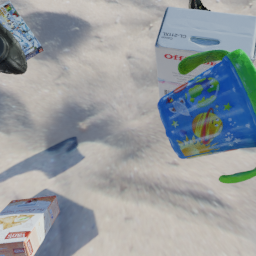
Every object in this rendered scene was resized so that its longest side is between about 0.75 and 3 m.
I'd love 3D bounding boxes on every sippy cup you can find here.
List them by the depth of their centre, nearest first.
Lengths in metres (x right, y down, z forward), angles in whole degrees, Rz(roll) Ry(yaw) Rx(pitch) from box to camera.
[{"bbox_3d":[0.730,-0.126,2.447,0.813,0.871,1.109,-23,23,17],"label":"sippy cup"}]

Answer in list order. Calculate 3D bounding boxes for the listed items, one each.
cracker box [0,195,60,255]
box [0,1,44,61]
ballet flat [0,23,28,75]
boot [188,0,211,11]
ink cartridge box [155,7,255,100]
[{"bbox_3d":[-1.678,1.529,4.337,0.838,0.361,1.251,-8,15,7],"label":"cracker box"},{"bbox_3d":[-2.973,-2.307,7.007,1.029,0.300,1.503,-34,83,-10],"label":"box"},{"bbox_3d":[-2.134,-1.416,3.836,0.675,0.577,2.030,-41,74,-3],"label":"ballet flat"},{"bbox_3d":[1.910,-2.816,6.743,0.820,1.086,0.392,22,66,26],"label":"boot"},{"bbox_3d":[1.387,-1.127,5.263,1.529,2.099,0.869,13,71,13],"label":"ink cartridge box"}]
